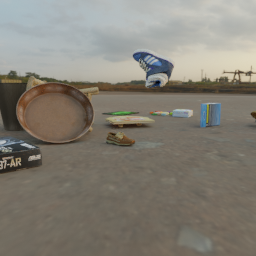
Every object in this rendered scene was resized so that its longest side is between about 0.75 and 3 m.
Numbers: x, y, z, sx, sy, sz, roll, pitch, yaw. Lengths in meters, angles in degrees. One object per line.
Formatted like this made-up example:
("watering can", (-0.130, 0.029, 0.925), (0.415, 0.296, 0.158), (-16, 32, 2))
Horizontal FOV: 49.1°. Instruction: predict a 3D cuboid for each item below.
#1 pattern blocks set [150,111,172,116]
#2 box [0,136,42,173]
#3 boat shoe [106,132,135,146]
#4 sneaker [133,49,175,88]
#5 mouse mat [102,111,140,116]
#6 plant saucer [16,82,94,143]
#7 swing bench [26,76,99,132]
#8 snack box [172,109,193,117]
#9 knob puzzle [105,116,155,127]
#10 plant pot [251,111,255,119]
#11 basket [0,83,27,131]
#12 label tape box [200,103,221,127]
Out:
("pattern blocks set", (1.977, -0.851, 16.428), (1.433, 0.132, 1.631), (5, 10, 30))
("box", (-2.965, 0.580, 6.104), (1.477, 0.401, 1.844), (-8, 11, -41))
("boat shoe", (-0.247, 0.299, 8.104), (0.963, 0.356, 0.364), (6, 10, 32))
("sneaker", (0.926, -2.668, 12.943), (2.199, 1.610, 0.886), (22, -20, 19))
("mouse mat", (-0.424, -0.903, 17.049), (1.590, 0.074, 1.975), (6, 9, 34))
("plant saucer", (-2.250, -0.450, 8.832), (2.356, 2.356, 0.406), (-3, -34, -19))
("swing bench", (-2.451, -0.934, 10.765), (2.464, 1.598, 2.450), (9, 5, -6))
("snack box", (3.029, -0.820, 15.481), (0.900, 0.361, 1.067), (4, 11, 24))
("knob puzzle", (-0.024, -0.276, 12.085), (2.168, 0.301, 2.168), (0, 9, 0))
("plant pot", (5.609, -0.433, 11.549), (1.077, 0.148, 1.077), (29, -3, 2))
("basket", (-4.336, -0.856, 10.901), (1.623, 1.800, 1.224), (1, 9, 4))
("label tape box", (3.334, -0.552, 11.727), (1.332, 0.954, 0.440), (-7, 11, -38))
